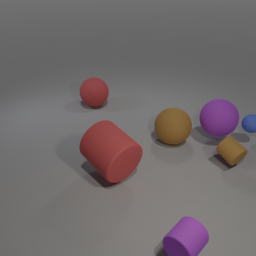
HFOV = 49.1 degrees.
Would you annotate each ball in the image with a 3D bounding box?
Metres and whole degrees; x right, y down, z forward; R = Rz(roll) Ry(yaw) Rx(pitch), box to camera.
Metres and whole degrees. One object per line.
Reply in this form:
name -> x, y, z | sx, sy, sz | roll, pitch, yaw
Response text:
ball -> 4.592, -0.166, 10.399 | 0.700, 0.700, 0.700 | 0, 29, 0
ball -> -1.630, -1.738, 13.537 | 1.400, 1.400, 1.400 | 0, 29, 0
ball -> 3.367, -0.378, 10.365 | 1.400, 1.400, 1.400 | 0, 29, 0
ball -> 1.697, -0.073, 10.553 | 1.400, 1.400, 1.400 | 0, 29, 0

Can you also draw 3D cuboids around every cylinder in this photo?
cylinder -> -0.517, 0.695, 8.502 | 1.400, 1.400, 1.400 | -23, 48, -36
cylinder -> 3.362, 0.738, 9.098 | 0.700, 0.700, 0.700 | -18, 52, -29
cylinder -> 1.190, 2.312, 5.767 | 0.700, 0.700, 0.700 | 24, 39, 36
